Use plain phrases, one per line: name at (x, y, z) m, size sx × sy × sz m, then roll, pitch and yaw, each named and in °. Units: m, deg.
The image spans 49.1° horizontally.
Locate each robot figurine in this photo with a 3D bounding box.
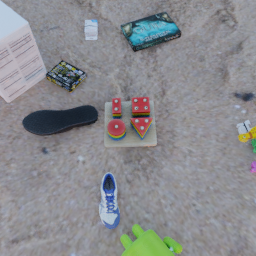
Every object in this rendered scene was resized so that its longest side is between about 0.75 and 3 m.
robot figurine at (0.670, 3.826, 8.014) m, size 1.863 × 1.229 × 2.124 m, roll -36°, pitch 67°, yaw -18°

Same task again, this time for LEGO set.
LEGO set at (4.413, 0.576, 10.039) m, size 0.894 × 0.831 × 2.177 m, roll -9°, pitch 60°, yaw -5°

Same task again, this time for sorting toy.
sorting toy at (0.071, -0.299, 10.576) m, size 1.938 × 0.674 × 1.926 m, roll -2°, pitch 61°, yaw 0°

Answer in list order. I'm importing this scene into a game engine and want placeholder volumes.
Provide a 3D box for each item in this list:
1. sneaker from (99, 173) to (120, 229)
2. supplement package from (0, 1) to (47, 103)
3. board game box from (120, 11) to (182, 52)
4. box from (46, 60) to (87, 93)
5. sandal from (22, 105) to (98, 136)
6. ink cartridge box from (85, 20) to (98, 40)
sneaker at (-0.644, 2.325, 9.092) m, size 0.673 × 0.788 × 1.788 m, roll -7°, pitch 62°, yaw -5°
supplement package at (-4.882, -2.940, 10.827) m, size 2.133 × 2.811 × 2.118 m, roll 40°, pitch 68°, yaw 19°
board game box at (1.057, -4.564, 13.147) m, size 2.419 × 0.341 × 1.636 m, roll -21°, pitch 63°, yaw -11°
box at (-2.599, -2.196, 11.801) m, size 1.345 × 0.332 × 1.074 m, roll 30°, pitch 60°, yaw 17°
sandal at (-2.507, -0.186, 10.639) m, size 2.799 × 0.670 × 1.052 m, roll -9°, pitch 60°, yaw -19°
ink cartridge box at (-1.731, -4.627, 13.187) m, size 0.578 × 0.333 × 0.997 m, roll -2°, pitch 61°, yaw -1°
